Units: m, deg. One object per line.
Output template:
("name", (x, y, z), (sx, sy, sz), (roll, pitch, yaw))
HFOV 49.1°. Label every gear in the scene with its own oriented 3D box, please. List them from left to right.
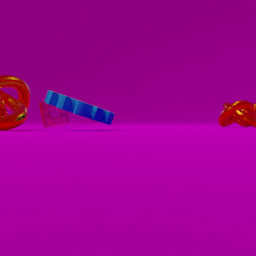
("gear", (-0.983, -0.410, 5.777), (1.403, 0.260, 1.403), (19, 1, 0))

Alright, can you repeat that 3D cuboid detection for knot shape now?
("knot shape", (-2.730, -0.731, 5.694), (0.817, 1.656, 1.769), (-31, 15, 9))
("knot shape", (3.702, -0.442, 9.123), (1.796, 0.830, 1.681), (1, 2, -2))

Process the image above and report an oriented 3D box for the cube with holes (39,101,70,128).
("cube with holes", (-2.308, -0.462, 8.813), (0.782, 0.782, 0.782), (-10, 4, -13))
